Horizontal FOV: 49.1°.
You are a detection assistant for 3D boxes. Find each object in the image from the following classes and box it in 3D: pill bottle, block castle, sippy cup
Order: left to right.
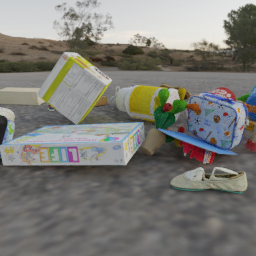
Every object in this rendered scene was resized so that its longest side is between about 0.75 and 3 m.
[{"bbox_3d":[0.751,-0.977,11.017,2.429,1.352,1.352,12,19,37],"label":"pill bottle"},{"bbox_3d":[3.426,-0.038,8.319,1.399,0.982,2.093,20,27,29],"label":"block castle"},{"bbox_3d":[5.512,-1.020,11.291,1.512,1.620,2.064,-29,-9,-43],"label":"sippy cup"}]

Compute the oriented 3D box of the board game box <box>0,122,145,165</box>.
[{"bbox_3d":[-1.244,0.354,6.970,2.983,0.511,2.005,-2,12,16],"label":"board game box"}]

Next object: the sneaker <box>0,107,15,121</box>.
[{"bbox_3d":[-4.544,-0.051,8.844,0.967,0.897,2.387,24,25,24],"label":"sneaker"}]

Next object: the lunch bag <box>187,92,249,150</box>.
[{"bbox_3d":[2.253,-0.231,7.114,0.599,1.270,1.585,-16,28,-34],"label":"lunch bag"}]

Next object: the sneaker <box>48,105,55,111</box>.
[{"bbox_3d":[-3.673,-1.049,13.422,0.325,0.366,0.866,-7,15,-24],"label":"sneaker"}]

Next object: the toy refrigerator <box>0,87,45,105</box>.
[{"bbox_3d":[-5.710,-1.690,15.133,2.317,0.811,0.880,2,21,12],"label":"toy refrigerator"}]

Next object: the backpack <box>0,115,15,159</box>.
[{"bbox_3d":[-3.519,0.209,6.902,1.343,1.229,0.987,9,-5,38],"label":"backpack"}]

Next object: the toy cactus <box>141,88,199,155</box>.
[{"bbox_3d":[1.052,-0.002,7.436,1.103,2.156,1.779,28,68,24],"label":"toy cactus"}]

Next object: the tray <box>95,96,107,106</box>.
[{"bbox_3d":[-2.406,-1.327,14.376,2.469,0.457,1.218,-12,18,-42],"label":"tray"}]

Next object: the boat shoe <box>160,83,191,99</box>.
[{"bbox_3d":[2.739,-2.090,17.026,2.218,0.798,0.749,21,57,37],"label":"boat shoe"}]

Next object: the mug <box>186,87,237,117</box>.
[{"bbox_3d":[3.367,-0.826,10.874,1.888,1.259,1.676,-17,20,-40],"label":"mug"}]

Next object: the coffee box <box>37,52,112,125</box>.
[{"bbox_3d":[-1.992,-1.597,10.974,1.910,1.932,1.929,37,14,-6],"label":"coffee box"}]

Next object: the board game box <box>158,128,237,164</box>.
[{"bbox_3d":[1.660,0.516,6.960,1.662,0.409,2.103,23,8,35],"label":"board game box"}]

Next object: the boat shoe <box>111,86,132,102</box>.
[{"bbox_3d":[-0.263,-1.481,13.819,1.159,1.005,2.719,7,20,-9],"label":"boat shoe"}]

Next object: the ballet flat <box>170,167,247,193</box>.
[{"bbox_3d":[1.538,0.951,5.392,1.426,0.445,0.481,2,14,7],"label":"ballet flat"}]
